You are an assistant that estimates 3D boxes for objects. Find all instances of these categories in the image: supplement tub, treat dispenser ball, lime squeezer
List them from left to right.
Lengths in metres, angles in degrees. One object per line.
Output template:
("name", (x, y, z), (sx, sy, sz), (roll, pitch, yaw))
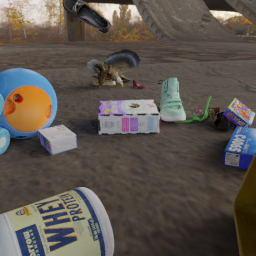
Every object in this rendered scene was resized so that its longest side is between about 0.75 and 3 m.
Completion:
("treat dispenser ball", (-3.362, -0.763, 8.827), (2.200, 2.200, 2.200), (0, 22, 0))
("supplement tub", (-1.195, 1.663, 3.971), (1.706, 1.237, 1.237), (-14, 25, -31))
("lime squeezer", (2.563, -0.495, 10.365), (1.698, 0.600, 0.320), (-35, 7, -4))

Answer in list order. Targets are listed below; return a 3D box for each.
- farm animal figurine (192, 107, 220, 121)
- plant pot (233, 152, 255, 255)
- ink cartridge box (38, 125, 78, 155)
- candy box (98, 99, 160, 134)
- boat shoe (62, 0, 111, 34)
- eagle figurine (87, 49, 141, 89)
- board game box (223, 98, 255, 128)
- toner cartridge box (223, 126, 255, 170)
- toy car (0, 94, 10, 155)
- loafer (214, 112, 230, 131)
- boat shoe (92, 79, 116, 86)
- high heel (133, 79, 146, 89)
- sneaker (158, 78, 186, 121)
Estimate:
("farm animal figurine", (2.933, -0.494, 10.597), (0.983, 0.494, 0.794), (-5, 3, -4))
("plant pot", (3.186, 1.146, 3.712), (2.433, 2.758, 2.758), (16, 24, 8))
("ink cartridge box", (-2.174, 0.298, 8.488), (0.836, 0.468, 1.225), (-15, 28, -32))
("candy box", (0.004, -0.433, 9.978), (2.056, 0.736, 1.725), (-1, 21, -2))
("boat shoe", (-1.061, -2.975, 7.267), (1.440, 0.481, 0.410), (31, 4, -6))
("eagle figurine", (-0.758, -3.188, 15.810), (2.054, 2.043, 2.707), (2, 29, 37))
("board game box", (4.039, -0.514, 10.140), (0.956, 0.318, 1.421), (41, 34, 10))
("toner cartridge box", (3.391, 0.527, 7.948), (0.960, 0.436, 2.021), (11, 24, 26))
("toy car", (-4.824, 0.122, 6.938), (2.409, 2.311, 2.613), (15, 36, 9))
("loafer", (3.291, -0.269, 9.961), (0.434, 0.444, 1.217), (3, 22, 6))
("boat shoe", (-1.385, -2.703, 16.113), (1.331, 0.461, 0.491), (-2, 22, -4))
("high heel", (0.603, -2.424, 15.458), (0.882, 0.424, 0.297), (15, 26, 33))
("sneaker", (1.653, -1.158, 10.817), (0.899, 1.440, 2.442), (-2, 21, -4))
